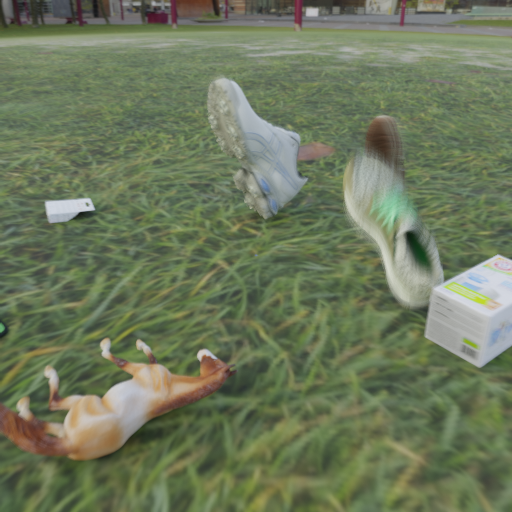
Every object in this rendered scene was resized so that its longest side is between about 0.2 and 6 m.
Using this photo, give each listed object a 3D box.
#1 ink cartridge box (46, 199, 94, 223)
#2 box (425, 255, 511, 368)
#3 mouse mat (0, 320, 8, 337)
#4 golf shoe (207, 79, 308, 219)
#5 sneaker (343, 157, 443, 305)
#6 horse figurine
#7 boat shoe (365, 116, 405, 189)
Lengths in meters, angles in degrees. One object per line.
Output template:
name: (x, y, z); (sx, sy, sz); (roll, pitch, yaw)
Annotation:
ink cartridge box: (-4.005, -0.981, 12.047); (0.932, 0.266, 0.758); (-4, 27, -24)
box: (3.330, 0.735, 8.003); (1.649, 0.836, 0.928); (-20, 33, -32)
mouse mat: (-5.203, 0.987, 8.337); (2.121, 0.099, 2.636); (-24, 36, -37)
golf shoe: (0.090, -2.313, 11.242); (1.513, 3.113, 1.219); (-34, 43, -12)
sneaker: (2.132, -0.492, 8.254); (0.938, 2.439, 1.081); (-27, -10, -7)
horse figurine: (-1.689, 1.641, 6.488); (2.537, 0.633, 1.682); (-23, 36, -38)
boat shoe: (2.783, -2.022, 11.839); (0.743, 2.012, 0.744); (17, 38, 36)
